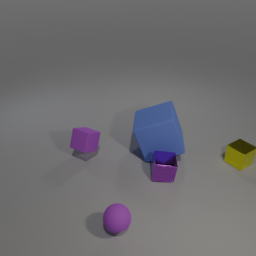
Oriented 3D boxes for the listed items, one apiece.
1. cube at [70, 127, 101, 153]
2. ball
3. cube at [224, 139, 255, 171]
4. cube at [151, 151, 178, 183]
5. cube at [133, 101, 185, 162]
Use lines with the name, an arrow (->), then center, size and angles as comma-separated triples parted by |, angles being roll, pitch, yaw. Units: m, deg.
cube -> -1.471, 0.400, 9.649 | 0.700, 0.700, 0.700 | 17, 11, 28
ball -> -0.268, 2.220, 6.915 | 0.700, 0.700, 0.700 | 0, 30, 0
cube -> 3.826, 0.898, 9.542 | 0.700, 0.700, 0.700 | -19, 36, -29
cube -> 1.136, 1.223, 8.882 | 0.700, 0.700, 0.700 | 6, 35, -2
cube -> 1.088, 0.115, 9.769 | 1.400, 1.400, 1.400 | -15, 29, 15
